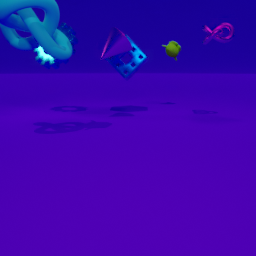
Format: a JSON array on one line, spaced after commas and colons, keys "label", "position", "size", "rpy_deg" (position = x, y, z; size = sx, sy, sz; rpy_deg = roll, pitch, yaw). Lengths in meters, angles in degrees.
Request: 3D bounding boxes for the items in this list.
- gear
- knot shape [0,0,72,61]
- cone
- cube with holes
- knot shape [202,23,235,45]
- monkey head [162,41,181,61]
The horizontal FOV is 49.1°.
[{"label": "gear", "position": [-2.669, -3.022, 10.328], "size": [1.754, 1.754, 0.324], "rpy_deg": [6, -14, 27]}, {"label": "knot shape", "position": [-2.105, -2.292, 6.540], "size": [1.899, 0.938, 2.030], "rpy_deg": [34, -15, -32]}, {"label": "cone", "position": [-0.522, -2.466, 8.769], "size": [0.947, 0.943, 0.943], "rpy_deg": [-46, 22, -6]}, {"label": "cube with holes", "position": [-0.054, -2.638, 10.699], "size": [1.154, 1.154, 1.154], "rpy_deg": [-44, 3, 7]}, {"label": "knot shape", "position": [2.831, -3.055, 9.152], "size": [1.078, 0.498, 1.009], "rpy_deg": [21, 46, 37]}, {"label": "monkey head", "position": [1.890, -3.430, 12.184], "size": [1.044, 0.629, 0.751], "rpy_deg": [36, 10, -33]}]
